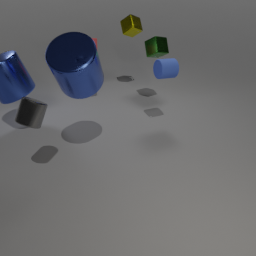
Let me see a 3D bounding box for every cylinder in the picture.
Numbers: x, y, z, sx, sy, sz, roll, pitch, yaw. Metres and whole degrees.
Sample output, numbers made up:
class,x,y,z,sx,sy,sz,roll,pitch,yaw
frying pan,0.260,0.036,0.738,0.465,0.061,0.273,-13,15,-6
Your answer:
class,x,y,z,sx,sy,sz,roll,pitch,yaw
cylinder,-1.487,-1.772,8.099,1.400,1.400,1.400,-2,66,4
cylinder,-2.635,-0.420,7.636,0.700,0.700,0.700,19,5,-2
cylinder,1.379,-2.155,10.183,0.700,0.700,0.700,-9,31,-22
cylinder,-4.260,-1.798,9.938,1.400,1.400,1.400,-16,34,11

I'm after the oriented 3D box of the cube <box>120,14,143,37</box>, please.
class,x,y,z,sx,sy,sz,roll,pitch,yaw
cube,0.163,-4.802,13.198,0.700,0.700,0.700,-19,-11,41

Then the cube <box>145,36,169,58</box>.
class,x,y,z,sx,sy,sz,roll,pitch,yaw
cube,1.227,-3.451,11.983,0.700,0.700,0.700,-9,0,-39

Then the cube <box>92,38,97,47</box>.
class,x,y,z,sx,sy,sz,roll,pitch,yaw
cube,-1.738,-3.431,11.894,0.700,0.700,0.700,-7,14,-24
